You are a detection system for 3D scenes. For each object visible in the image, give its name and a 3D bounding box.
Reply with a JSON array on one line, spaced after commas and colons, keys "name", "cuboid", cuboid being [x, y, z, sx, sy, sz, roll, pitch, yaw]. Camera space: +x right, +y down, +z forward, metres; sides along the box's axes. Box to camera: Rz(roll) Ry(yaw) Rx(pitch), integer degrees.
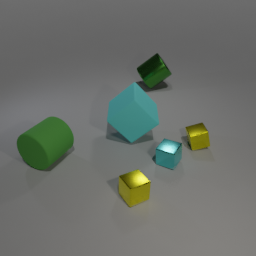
[{"name": "cube", "cuboid": [0.193, -0.595, 10.761, 1.400, 1.400, 1.400, -35, 29, 23]}, {"name": "cube", "cuboid": [0.186, 1.781, 8.358, 0.700, 0.700, 0.700, -15, 34, -27]}, {"name": "cylinder", "cuboid": [1.414, -3.073, 15.123, 1.400, 1.400, 1.400, -34, 28, 15]}, {"name": "cube", "cuboid": [2.644, 0.324, 10.642, 0.700, 0.700, 0.700, -15, 31, 4]}, {"name": "cube", "cuboid": [1.427, 0.899, 9.756, 0.700, 0.700, 0.700, 15, 39, 28]}, {"name": "cylinder", "cuboid": [-2.858, 0.507, 9.788, 1.400, 1.400, 1.400, 15, 34, 22]}]
